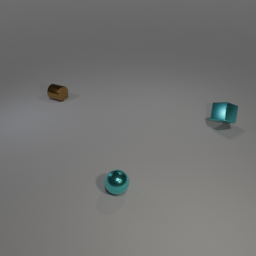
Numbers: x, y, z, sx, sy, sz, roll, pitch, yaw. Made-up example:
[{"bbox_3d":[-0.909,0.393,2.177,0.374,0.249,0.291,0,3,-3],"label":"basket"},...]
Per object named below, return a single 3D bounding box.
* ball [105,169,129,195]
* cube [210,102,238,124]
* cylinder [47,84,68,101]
[{"bbox_3d":[-0.309,1.529,7.946,0.700,0.700,0.700,0,32,0],"label":"ball"},{"bbox_3d":[3.712,-0.580,10.816,0.700,0.700,0.700,11,-3,-35],"label":"cube"},{"bbox_3d":[-3.298,-1.679,13.161,0.700,0.700,0.700,15,35,23],"label":"cylinder"}]
